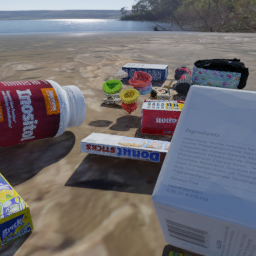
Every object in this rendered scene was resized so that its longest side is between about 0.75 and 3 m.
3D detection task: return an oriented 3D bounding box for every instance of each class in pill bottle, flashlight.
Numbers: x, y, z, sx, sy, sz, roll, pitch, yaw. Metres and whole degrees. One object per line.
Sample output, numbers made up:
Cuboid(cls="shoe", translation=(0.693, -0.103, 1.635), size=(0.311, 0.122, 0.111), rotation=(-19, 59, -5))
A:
Cuboid(cls="pill bottle", translation=(-2.669, -0.445, 7.469), size=(2.900, 1.638, 1.638), rotation=(-12, 25, -40))
Cuboid(cls="flashlight", translation=(2.481, -2.182, 12.849), size=(0.846, 0.842, 2.488), rotation=(40, 29, -8))

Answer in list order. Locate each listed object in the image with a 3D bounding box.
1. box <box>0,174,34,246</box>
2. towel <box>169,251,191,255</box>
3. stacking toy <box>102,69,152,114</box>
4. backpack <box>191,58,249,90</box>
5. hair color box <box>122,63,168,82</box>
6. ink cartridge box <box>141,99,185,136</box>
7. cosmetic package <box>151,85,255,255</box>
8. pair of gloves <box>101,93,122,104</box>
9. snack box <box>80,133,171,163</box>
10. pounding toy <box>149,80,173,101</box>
Cuboid(cls="box", translation=(-2.317, 1.317, 4.979), size=(0.569, 0.522, 1.624), rotation=(-19, 29, -38))
Cuboid(cls="towel", translation=(1.129, 2.059, 3.807), size=(1.233, 0.111, 0.531), rotation=(8, 29, 16))
Cuboid(cls="stacking toy", translation=(-0.007, -1.340, 10.114), size=(1.537, 0.717, 1.697), rotation=(21, 51, 27))
Cuboid(cls="backpack", translation=(3.949, -2.317, 12.317), size=(2.242, 1.419, 1.871), rotation=(5, 22, 8))
Cuboid(cls="hair color box", translation=(0.901, -2.935, 14.687), size=(2.236, 0.677, 1.118), rotation=(7, 24, 16))
Cuboid(cls="ink cartridge box", translation=(1.265, -0.335, 8.540), size=(1.685, 0.707, 1.479), rotation=(3, 21, 6))
Cuboid(cls="cosmetic package", translation=(1.498, 0.702, 4.047), size=(1.657, 1.667, 1.992), rotation=(10, 56, 23))
Cuboid(cls="pair of gloves", translation=(-0.452, -1.171, 11.189), size=(1.038, 0.214, 1.221), rotation=(1, 21, 12))
Cuboid(cls="snack box", translation=(0.204, 0.482, 6.706), size=(2.519, 0.306, 0.905), rotation=(7, 12, 11))
Cuboid(cls="pounding toy", translation=(1.289, -1.472, 11.015), size=(0.883, 0.886, 1.545), rotation=(7, 24, 6))
